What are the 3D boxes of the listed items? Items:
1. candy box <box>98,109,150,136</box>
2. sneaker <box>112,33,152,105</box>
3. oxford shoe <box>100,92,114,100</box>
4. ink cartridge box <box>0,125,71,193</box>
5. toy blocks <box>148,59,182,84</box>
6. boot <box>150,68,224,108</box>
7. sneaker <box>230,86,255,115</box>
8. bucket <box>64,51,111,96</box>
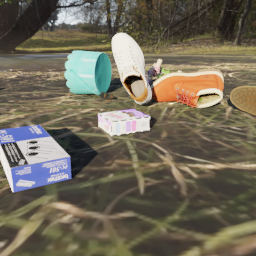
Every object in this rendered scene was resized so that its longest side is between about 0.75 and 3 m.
[{"bbox_3d":[-0.130,-0.186,8.141,1.217,0.435,1.021,-9,20,-25],"label":"candy box"},{"bbox_3d":[0.113,-2.230,9.966,1.022,2.808,1.189,-25,-7,13],"label":"sneaker"},{"bbox_3d":[-0.907,-1.356,12.079,0.378,0.326,0.896,12,8,-36],"label":"oxford shoe"},{"bbox_3d":[-2.081,0.517,5.880,1.070,0.503,2.277,-9,20,-29],"label":"ink cartridge box"},{"bbox_3d":[1.571,-2.251,13.729,1.507,1.357,1.612,25,-13,-14],"label":"toy blocks"},{"bbox_3d":[2.195,-1.391,10.878,2.974,1.116,1.595,-9,41,19],"label":"boot"},{"bbox_3d":[5.110,-0.909,9.713,2.825,0.947,1.268,14,19,29],"label":"sneaker"},{"bbox_3d":[-1.738,-2.494,12.759,1.397,2.147,2.147,7,19,20],"label":"bucket"}]
